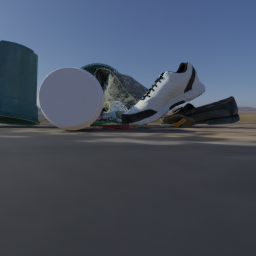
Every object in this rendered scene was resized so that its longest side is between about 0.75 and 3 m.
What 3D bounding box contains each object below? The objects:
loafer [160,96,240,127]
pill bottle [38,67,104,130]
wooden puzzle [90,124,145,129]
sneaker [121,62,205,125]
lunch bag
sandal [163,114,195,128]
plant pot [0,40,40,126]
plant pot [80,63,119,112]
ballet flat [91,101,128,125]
[{"bbox_3d":[2.124,-0.492,8.637,2.484,0.781,0.892,-3,10,35],"label":"loafer"},{"bbox_3d":[-1.206,-0.622,6.200,1.320,1.320,2.310,0,3,-6],"label":"pill bottle"},{"bbox_3d":[-0.228,-0.041,7.220,1.422,0.100,0.843,0,1,28],"label":"wooden puzzle"},{"bbox_3d":[0.931,-1.005,8.293,2.820,1.128,1.040,-31,20,-17],"label":"sneaker"},{"bbox_3d":[-0.144,-1.331,11.276,1.432,2.435,1.997,-47,-23,25],"label":"lunch bag"},{"bbox_3d":[1.491,-0.157,7.979,1.061,0.287,0.426,10,-36,-28],"label":"sandal"},{"bbox_3d":[-4.259,-1.494,9.714,2.577,2.524,2.577,3,-7,0],"label":"plant pot"},{"bbox_3d":[-1.629,-1.558,14.966,2.806,2.806,2.748,0,-16,-7],"label":"plant pot"},{"bbox_3d":[-0.559,-0.490,9.499,0.815,0.839,2.359,7,-3,-44],"label":"ballet flat"}]
